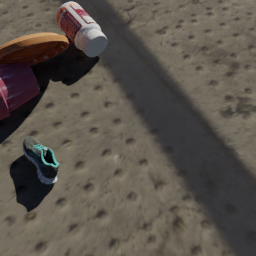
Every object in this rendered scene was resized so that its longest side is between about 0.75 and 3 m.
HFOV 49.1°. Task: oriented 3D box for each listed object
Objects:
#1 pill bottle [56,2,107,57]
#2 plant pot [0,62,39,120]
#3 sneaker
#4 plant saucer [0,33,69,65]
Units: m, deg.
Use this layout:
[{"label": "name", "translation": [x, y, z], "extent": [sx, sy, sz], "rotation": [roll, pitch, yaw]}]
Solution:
[{"label": "pill bottle", "translation": [-1.564, -3.319, 9.502], "extent": [1.037, 1.037, 1.817], "rotation": [-32, 69, -20]}, {"label": "plant pot", "translation": [-3.364, -1.172, 7.845], "extent": [1.398, 1.562, 1.562], "rotation": [-28, 60, -25]}, {"label": "sneaker", "translation": [-2.128, 0.668, 7.028], "extent": [0.566, 0.666, 1.460], "rotation": [-14, 55, -48]}, {"label": "plant saucer", "translation": [-2.903, -2.288, 8.283], "extent": [2.313, 2.313, 0.373], "rotation": [-21, 97, -14]}]
